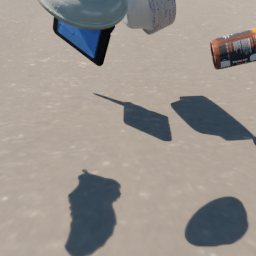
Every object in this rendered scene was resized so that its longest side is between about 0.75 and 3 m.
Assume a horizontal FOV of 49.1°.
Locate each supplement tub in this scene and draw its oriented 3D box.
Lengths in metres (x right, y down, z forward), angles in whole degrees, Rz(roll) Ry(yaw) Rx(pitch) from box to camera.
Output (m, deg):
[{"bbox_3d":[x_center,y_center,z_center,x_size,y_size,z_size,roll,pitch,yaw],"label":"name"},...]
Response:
[{"bbox_3d":[2.684,-1.863,6.532,1.403,0.750,0.750,-10,31,16],"label":"supplement tub"}]

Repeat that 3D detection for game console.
[{"bbox_3d":[-1.621,-3.008,7.894,2.257,1.313,1.985,38,13,16],"label":"game console"}]

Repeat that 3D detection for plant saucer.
[{"bbox_3d":[-0.670,-2.208,4.307,1.514,0.380,1.514,9,61,-17],"label":"plant saucer"}]

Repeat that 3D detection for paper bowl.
[{"bbox_3d":[0.243,-3.723,7.649,1.245,2.394,2.394,-27,37,-2],"label":"paper bowl"}]
